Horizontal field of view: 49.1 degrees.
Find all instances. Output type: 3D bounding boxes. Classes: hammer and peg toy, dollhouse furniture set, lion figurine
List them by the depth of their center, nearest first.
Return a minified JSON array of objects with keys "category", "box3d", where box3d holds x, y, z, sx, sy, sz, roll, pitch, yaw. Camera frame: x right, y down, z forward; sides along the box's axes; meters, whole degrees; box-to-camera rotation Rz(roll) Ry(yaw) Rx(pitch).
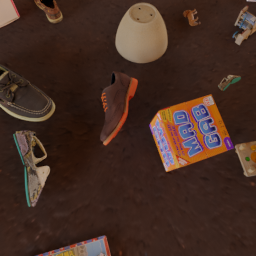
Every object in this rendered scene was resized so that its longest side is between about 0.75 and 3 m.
[{"category":"hammer and peg toy","box3d":[3.451,0.954,7.324,0.938,0.449,1.275,-10,65,-6]},{"category":"dollhouse furniture set","box3d":[3.826,-3.406,9.284,0.947,0.663,0.667,-41,71,-18]},{"category":"lion figurine","box3d":[2.187,-3.794,9.684,0.464,0.274,0.757,-21,69,28]}]

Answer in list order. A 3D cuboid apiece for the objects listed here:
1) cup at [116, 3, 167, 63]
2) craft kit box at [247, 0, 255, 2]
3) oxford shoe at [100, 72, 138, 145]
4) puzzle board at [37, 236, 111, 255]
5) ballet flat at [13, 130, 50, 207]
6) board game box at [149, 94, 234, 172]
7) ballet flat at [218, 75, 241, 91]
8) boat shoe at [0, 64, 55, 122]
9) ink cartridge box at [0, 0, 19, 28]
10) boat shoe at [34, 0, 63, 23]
[{"category":"cup","box3d":[0.454,-3.142,8.840,1.742,1.246,1.742,0,64,0]},{"category":"craft kit box","box3d":[5.182,-5.344,10.393,1.588,0.390,1.608,6,64,0]},{"category":"oxford shoe","box3d":[-0.445,-0.588,7.736,0.841,0.825,2.319,27,54,-14]},{"category":"puzzle board","box3d":[-1.134,3.958,6.004,2.028,0.234,2.691,-15,66,-7]},{"category":"ballet flat","box3d":[-2.408,0.942,7.206,0.748,0.748,2.079,-18,67,-8]},{"category":"board game box","box3d":[1.494,0.181,7.013,1.372,1.373,1.372,-18,79,-9]},{"category":"ballet flat","box3d":[2.949,-1.380,8.200,0.784,0.266,0.295,-33,66,-17]},{"category":"boat shoe","box3d":[-3.484,-1.164,8.035,2.965,0.974,1.059,29,68,13]},{"category":"ink cartridge box","box3d":[-5.012,-4.968,9.291,1.130,1.999,2.729,-35,68,-14]},{"category":"boat shoe","box3d":[-2.855,-4.457,9.827,0.629,0.590,1.747,-30,68,-13]}]
